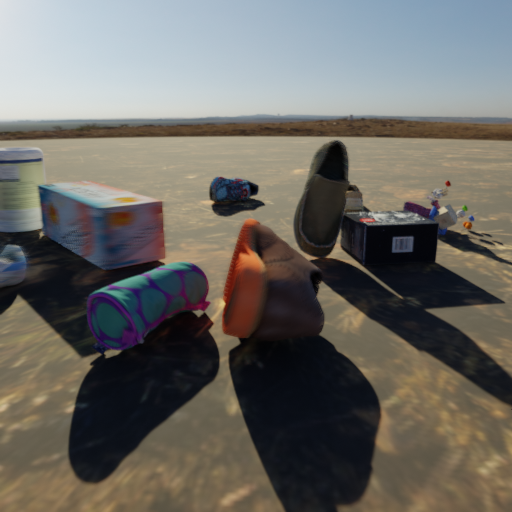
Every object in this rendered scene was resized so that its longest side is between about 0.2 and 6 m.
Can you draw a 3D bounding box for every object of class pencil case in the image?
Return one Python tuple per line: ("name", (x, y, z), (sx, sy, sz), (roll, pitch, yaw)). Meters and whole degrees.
("pencil case", (-1.449, 0.661, 7.816), (0.900, 0.829, 1.948), (44, 28, 10))

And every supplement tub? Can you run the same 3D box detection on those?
("supplement tub", (-6.007, -1.679, 14.026), (1.437, 1.983, 1.437), (0, 14, 0))

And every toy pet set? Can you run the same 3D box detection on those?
("toy pet set", (4.682, -0.995, 13.856), (0.680, 1.281, 1.196), (-28, 15, 41))

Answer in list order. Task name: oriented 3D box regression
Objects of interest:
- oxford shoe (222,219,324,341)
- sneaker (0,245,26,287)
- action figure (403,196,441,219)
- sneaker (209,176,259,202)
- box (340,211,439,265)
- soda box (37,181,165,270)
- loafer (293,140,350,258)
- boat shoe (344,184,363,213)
("oxford shoe", (0.246, 0.373, 8.553), (1.322, 1.297, 3.644), (14, 19, -5))
("sneaker", (-4.546, 0.339, 9.175), (0.732, 0.739, 2.038), (3, 17, 11))
("action figure", (4.421, -0.998, 14.451), (1.321, 0.885, 0.984), (7, -12, 22))
("sneaker", (-0.664, -2.149, 17.969), (0.978, 0.812, 2.047), (13, 20, 33))
("box", (2.722, -0.412, 11.665), (1.578, 0.822, 1.437), (-3, 15, -10))
("soda box", (-3.488, -0.790, 12.223), (1.347, 1.252, 3.938), (-11, 18, -35))
("loafer", (1.401, -1.286, 11.764), (1.019, 2.710, 0.944), (9, -20, -1))
("boat shoe", (2.887, -1.825, 16.948), (0.784, 0.710, 2.200), (0, 16, -1))
